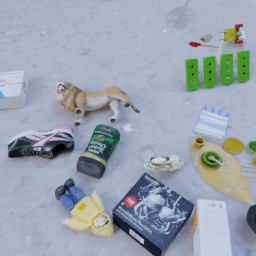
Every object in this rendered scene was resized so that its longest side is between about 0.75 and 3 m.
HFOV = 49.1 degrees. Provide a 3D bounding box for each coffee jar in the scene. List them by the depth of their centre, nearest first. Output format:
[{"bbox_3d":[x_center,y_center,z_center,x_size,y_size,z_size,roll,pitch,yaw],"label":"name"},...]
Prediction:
[{"bbox_3d":[-0.894,0.711,8.557,0.878,0.718,1.684,17,50,7],"label":"coffee jar"}]

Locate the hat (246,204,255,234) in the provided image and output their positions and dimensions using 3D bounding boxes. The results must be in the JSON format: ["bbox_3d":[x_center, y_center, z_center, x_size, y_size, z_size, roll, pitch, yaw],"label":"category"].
[{"bbox_3d":[3.484,2.458,7.215,1.042,0.420,1.042,5,51,-6],"label":"hat"}]

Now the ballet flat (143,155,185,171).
[{"bbox_3d":[1.095,0.991,8.071,1.311,0.419,0.496,-6,61,-18],"label":"ballet flat"}]

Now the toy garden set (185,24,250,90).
[{"bbox_3d":[3.430,-2.791,10.979,2.653,2.212,0.529,-10,17,-9],"label":"toy garden set"}]

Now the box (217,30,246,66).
[{"bbox_3d":[4.348,-3.387,11.858,0.825,1.327,0.647,4,48,4],"label":"box"}]

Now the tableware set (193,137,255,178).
[{"bbox_3d":[3.175,0.746,8.804,2.198,0.337,1.481,10,49,10],"label":"tableware set"}]

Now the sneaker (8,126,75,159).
[{"bbox_3d":[-2.644,0.572,8.639,2.100,0.844,0.907,-17,51,-13],"label":"sneaker"}]

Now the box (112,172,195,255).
[{"bbox_3d":[0.620,2.188,7.130,1.554,0.809,1.415,31,56,24],"label":"box"}]

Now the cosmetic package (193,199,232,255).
[{"bbox_3d":[1.935,2.784,6.522,0.695,0.990,1.951,4,47,6],"label":"cosmetic package"}]

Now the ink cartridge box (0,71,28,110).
[{"bbox_3d":[-4.459,-1.451,10.575,1.093,0.640,1.512,-6,47,-5],"label":"ink cartridge box"}]

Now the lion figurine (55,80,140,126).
[{"bbox_3d":[-1.124,-1.017,9.956,2.945,1.067,1.804,-1,42,-8],"label":"lion figurine"}]

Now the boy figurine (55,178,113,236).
[{"bbox_3d":[-1.150,2.185,7.339,1.172,0.607,1.885,-34,53,-30],"label":"boy figurine"}]

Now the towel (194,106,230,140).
[{"bbox_3d":[2.961,-0.207,9.781,1.008,0.163,1.372,18,50,15],"label":"towel"}]
